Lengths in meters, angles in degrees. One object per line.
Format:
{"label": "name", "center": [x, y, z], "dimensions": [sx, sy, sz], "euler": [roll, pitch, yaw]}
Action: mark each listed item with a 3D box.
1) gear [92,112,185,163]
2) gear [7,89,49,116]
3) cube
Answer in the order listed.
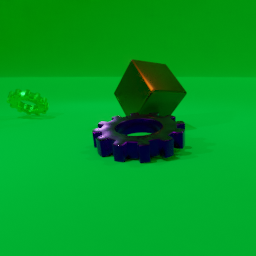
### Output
{"label": "gear", "center": [0.196, 0.109, 4.955], "dimensions": [1.600, 0.296, 1.600], "euler": [-4, 21, 2]}
{"label": "gear", "center": [-3.000, -0.755, 8.437], "dimensions": [1.183, 0.219, 1.183], "euler": [4, -26, 2]}
{"label": "cube", "center": [0.501, -0.834, 6.729], "dimensions": [1.090, 1.090, 1.090], "euler": [-1, 49, -35]}
